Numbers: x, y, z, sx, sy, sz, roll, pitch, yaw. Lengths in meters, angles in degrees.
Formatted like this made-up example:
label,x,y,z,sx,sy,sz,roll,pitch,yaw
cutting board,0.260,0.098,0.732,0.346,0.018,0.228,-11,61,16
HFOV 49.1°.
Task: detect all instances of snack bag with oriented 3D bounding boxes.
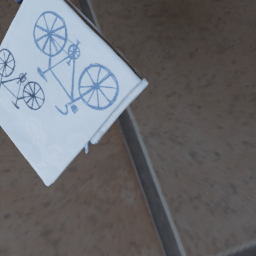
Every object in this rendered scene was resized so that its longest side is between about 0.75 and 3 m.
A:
label,x,y,z,sx,sy,sz,roll,pitch,yaw
snack bag,-1.090,-0.520,3.840,2.064,0.234,2.189,47,114,12

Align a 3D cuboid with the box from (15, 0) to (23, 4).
label,x,y,z,sx,sy,sz,roll,pitch,yaw
box,-2.520,-3.768,6.846,0.853,0.601,1.153,-21,104,16
